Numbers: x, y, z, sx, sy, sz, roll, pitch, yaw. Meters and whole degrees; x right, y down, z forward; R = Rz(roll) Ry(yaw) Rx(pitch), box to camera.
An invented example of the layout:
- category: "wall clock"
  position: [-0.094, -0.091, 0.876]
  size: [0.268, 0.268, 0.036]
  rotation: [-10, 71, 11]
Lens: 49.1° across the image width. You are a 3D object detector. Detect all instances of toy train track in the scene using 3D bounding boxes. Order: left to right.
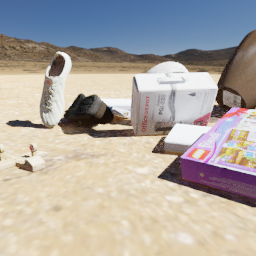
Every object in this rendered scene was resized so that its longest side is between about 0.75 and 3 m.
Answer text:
- category: "toy train track"
  position: [-2.571, 0.436, 5.764]
  size: [2.328, 0.379, 1.335]
  rotation: [9, 16, 35]

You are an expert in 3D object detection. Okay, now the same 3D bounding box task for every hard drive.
- category: "hard drive"
  position: [-0.892, -0.967, 11.786]
  size: [2.689, 0.341, 1.774]
  rotation: [1, 13, 4]
- category: "hard drive"
  position: [2.068, 0.306, 6.295]
  size: [2.235, 0.298, 1.474]
  rotation: [7, 17, 18]

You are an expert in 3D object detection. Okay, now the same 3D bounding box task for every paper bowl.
- category: "paper bowl"
  position: [1.259, -1.104, 8.758]
  size: [1.741, 1.741, 0.905]
  rotation: [-5, 46, -22]

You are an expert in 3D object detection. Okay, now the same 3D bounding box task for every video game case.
- category: "video game case"
  position: [-0.574, -0.601, 9.832]
  size: [1.144, 0.260, 1.037]
  rotation: [11, 1, 43]

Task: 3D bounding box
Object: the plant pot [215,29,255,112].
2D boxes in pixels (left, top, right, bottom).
- category: "plant pot"
  position: [4.659, -1.869, 10.598]
  size: [2.842, 2.656, 2.656]
  rotation: [-42, 31, -20]

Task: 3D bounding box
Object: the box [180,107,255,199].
- category: "box"
  position: [2.216, 0.316, 4.952]
  size: [1.611, 0.460, 2.355]
  rotation: [11, 31, 39]

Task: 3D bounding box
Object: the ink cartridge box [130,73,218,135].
- category: "ink cartridge box"
  position: [1.142, -0.639, 7.487]
  size: [2.050, 1.493, 0.869]
  rotation: [-2, 39, -6]

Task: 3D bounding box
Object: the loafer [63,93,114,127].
- category: "loafer"
  position: [-1.233, -0.412, 8.634]
  size: [0.967, 0.989, 2.711]
  rotation: [38, -8, -23]

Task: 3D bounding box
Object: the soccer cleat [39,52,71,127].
- category: "soccer cleat"
  position: [-2.191, -1.131, 8.197]
  size: [0.773, 2.232, 0.866]
  rotation: [12, -1, 3]
